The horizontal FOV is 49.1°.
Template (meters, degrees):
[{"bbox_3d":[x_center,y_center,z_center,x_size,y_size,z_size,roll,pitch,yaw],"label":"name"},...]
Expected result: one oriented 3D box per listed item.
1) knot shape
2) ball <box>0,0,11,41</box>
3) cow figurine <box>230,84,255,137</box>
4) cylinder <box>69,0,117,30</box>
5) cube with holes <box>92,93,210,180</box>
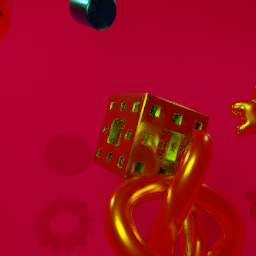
[{"bbox_3d":[0.721,1.168,3.426,0.922,1.866,1.994,-5,33,44],"label":"knot shape"},{"bbox_3d":[-2.992,-2.246,5.531,1.267,1.267,1.267,0,56,0],"label":"ball"},{"bbox_3d":[2.490,-0.352,5.361,0.987,0.551,1.003,-13,64,16],"label":"cow figurine"},{"bbox_3d":[-0.714,-2.426,5.712,0.720,0.720,0.720,-34,44,-21],"label":"cylinder"},{"bbox_3d":[0.337,0.211,4.689,1.241,1.241,1.241,17,87,-28],"label":"cube with holes"}]
